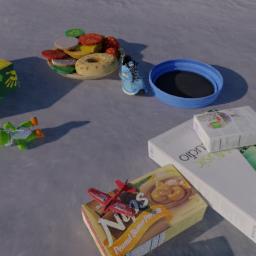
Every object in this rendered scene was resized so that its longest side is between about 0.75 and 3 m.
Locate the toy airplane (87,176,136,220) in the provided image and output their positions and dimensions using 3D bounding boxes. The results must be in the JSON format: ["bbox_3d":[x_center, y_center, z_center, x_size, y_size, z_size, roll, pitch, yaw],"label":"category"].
[{"bbox_3d":[-0.228,1.219,4.968,0.974,0.179,0.974,1,42,-1],"label":"toy airplane"}]

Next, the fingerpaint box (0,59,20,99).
[{"bbox_3d":[-4.805,-1.361,8.019,2.458,0.901,2.050,22,46,23],"label":"fingerpaint box"}]

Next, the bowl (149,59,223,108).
[{"bbox_3d":[1.702,-1.357,8.376,2.155,0.423,2.155,0,43,0],"label":"bowl"}]

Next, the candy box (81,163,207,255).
[{"bbox_3d":[0.294,1.554,5.150,1.992,0.551,1.150,-22,47,-22],"label":"candy box"}]

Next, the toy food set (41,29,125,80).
[{"bbox_3d":[-1.451,-2.497,9.420,2.676,0.658,2.703,10,44,11],"label":"toy food set"}]

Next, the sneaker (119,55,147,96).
[{"bbox_3d":[0.087,-1.602,8.382,0.666,0.765,1.700,-13,44,-13],"label":"sneaker"}]

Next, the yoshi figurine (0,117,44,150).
[{"bbox_3d":[-2.658,0.158,6.617,1.182,0.662,0.664,-20,53,-16],"label":"yoshi figurine"}]

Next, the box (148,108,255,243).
[{"bbox_3d":[2.140,0.679,5.742,2.151,0.542,2.981,-25,39,-25],"label":"box"}]

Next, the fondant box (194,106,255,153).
[{"bbox_3d":[2.168,-0.002,5.952,1.298,0.378,0.936,-9,34,-4],"label":"fondant box"}]
